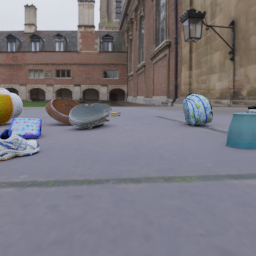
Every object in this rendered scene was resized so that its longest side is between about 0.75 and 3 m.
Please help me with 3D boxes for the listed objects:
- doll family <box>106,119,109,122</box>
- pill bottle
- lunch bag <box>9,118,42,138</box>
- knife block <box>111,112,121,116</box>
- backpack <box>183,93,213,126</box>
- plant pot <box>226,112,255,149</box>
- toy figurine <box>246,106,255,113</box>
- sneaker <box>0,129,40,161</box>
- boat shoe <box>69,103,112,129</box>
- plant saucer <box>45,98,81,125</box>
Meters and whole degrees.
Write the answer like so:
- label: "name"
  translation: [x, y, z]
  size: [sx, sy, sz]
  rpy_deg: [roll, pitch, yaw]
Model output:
- label: "doll family"
  translation: [-2.166, -0.755, 13.876]
  size: [2.514, 0.986, 1.453]
  rpy_deg: [2, 0, -10]
- label: "pill bottle"
  translation: [-5.844, -0.915, 11.797]
  size: [1.642, 1.642, 2.956]
  rpy_deg: [1, 5, 14]
- label: "lunch bag"
  translation: [-2.931, 0.075, 8.002]
  size: [0.823, 0.514, 1.093]
  rpy_deg: [1, 14, -13]
- label: "knife block"
  translation: [-0.791, -0.941, 19.122]
  size: [0.730, 0.266, 0.832]
  rpy_deg: [-3, 5, -12]
- label: "backpack"
  translation: [2.949, -0.716, 11.926]
  size: [1.363, 1.446, 1.773]
  rpy_deg: [-12, 15, -17]
- label: "plant pot"
  translation: [2.703, 0.037, 6.455]
  size: [0.828, 0.778, 0.828]
  rpy_deg: [0, 5, 0]
- label: "toy figurine"
  translation: [3.684, -0.055, 7.293]
  size: [1.300, 0.904, 1.280]
  rpy_deg: [4, 12, 22]
- label: "sneaker"
  translation: [-2.127, 0.273, 5.307]
  size: [0.457, 0.535, 1.213]
  rpy_deg: [1, 4, 22]
- label: "boat shoe"
  translation: [-1.447, -0.379, 11.070]
  size: [1.050, 0.913, 2.849]
  rpy_deg: [20, 15, 10]
- label: "plant saucer"
  translation: [-2.643, -0.808, 12.367]
  size: [1.938, 0.334, 1.938]
  rpy_deg: [19, 28, -11]
